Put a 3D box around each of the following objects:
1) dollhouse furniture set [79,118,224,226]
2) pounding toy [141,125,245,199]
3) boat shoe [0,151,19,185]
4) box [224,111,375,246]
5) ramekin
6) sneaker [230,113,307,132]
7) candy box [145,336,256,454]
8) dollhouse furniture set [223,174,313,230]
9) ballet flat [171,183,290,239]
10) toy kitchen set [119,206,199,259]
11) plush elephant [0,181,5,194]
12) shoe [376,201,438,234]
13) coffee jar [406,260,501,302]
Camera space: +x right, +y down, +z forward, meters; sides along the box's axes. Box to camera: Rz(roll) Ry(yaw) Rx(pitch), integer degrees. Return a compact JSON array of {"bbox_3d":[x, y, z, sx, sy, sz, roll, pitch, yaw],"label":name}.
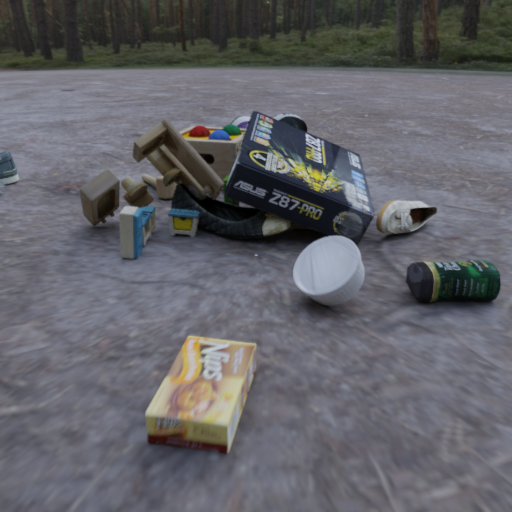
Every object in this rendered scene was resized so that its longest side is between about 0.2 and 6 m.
[{"bbox_3d":[-1.855,-0.981,9.838,1.826,1.488,1.736,-42,-2,-20],"label":"dollhouse furniture set"},{"bbox_3d":[-1.510,-2.244,12.772,2.430,1.265,2.766,7,23,15],"label":"pounding toy"},{"bbox_3d":[-6.786,-2.006,12.867,2.430,0.751,0.885,-4,23,-10],"label":"boat shoe"},{"bbox_3d":[0.817,-1.546,10.422,2.461,0.750,3.053,23,29,-7],"label":"box"},{"bbox_3d":[1.003,0.231,7.484,0.952,0.443,0.952,-20,47,22],"label":"ramekin"},{"bbox_3d":[0.603,-3.102,15.496,1.345,1.163,3.072,42,38,25],"label":"sneaker"},{"bbox_3d":[-0.490,1.304,5.498,0.763,0.365,1.321,6,24,9],"label":"candy box"},{"bbox_3d":[0.494,-1.052,10.502,2.143,0.827,1.071,5,23,12],"label":"dollhouse furniture set"},{"bbox_3d":[-0.541,-0.785,9.996,2.507,0.712,0.833,12,26,29],"label":"ballet flat"},{"bbox_3d":[-1.567,-0.541,9.322,1.059,0.779,1.322,6,26,2],"label":"toy kitchen set"},{"bbox_3d":[-6.319,-1.887,11.444,2.107,1.632,1.736,-16,28,-34],"label":"plush elephant"},{"bbox_3d":[2.695,-0.721,9.969,0.430,0.564,1.613,10,18,43],"label":"shoe"},{"bbox_3d":[2.661,0.340,7.638,1.148,0.490,0.599,-2,23,-3],"label":"coffee jar"}]
